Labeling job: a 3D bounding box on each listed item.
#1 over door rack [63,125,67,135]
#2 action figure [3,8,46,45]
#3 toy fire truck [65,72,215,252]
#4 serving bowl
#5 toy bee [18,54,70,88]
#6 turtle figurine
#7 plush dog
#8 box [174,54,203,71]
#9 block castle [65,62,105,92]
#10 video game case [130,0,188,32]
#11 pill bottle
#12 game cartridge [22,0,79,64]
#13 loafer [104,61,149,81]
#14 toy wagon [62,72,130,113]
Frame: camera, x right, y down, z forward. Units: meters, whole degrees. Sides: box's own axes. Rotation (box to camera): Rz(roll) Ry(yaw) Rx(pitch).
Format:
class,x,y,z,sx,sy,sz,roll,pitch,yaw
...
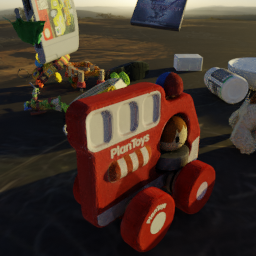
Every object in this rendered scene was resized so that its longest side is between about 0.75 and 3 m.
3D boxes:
class,x,y,z,sx,sy,sz,roll,pitch,yaw
over door rack,-1.131,-0.153,7.596,0.896,0.404,1.213,-18,14,12
action figure,-2.178,-2.145,6.149,0.813,0.376,1.377,5,-7,-13
toy fire truck,0.335,0.348,4.571,2.754,2.313,1.544,-22,33,-38
serving bowl,5.457,-2.073,11.222,2.885,0.949,2.885,0,25,0
toy bee,-3.410,-2.282,11.651,1.540,2.352,1.279,23,38,-41
turtle figurine,-2.697,-0.940,9.002,1.144,0.849,1.179,4,29,0
plush dog,3.468,-0.047,6.877,1.502,1.403,1.749,28,30,3
box,3.011,-3.311,14.135,1.247,0.663,0.949,0,26,-1
block castle,-1.810,-2.128,11.513,1.204,0.845,1.802,-10,29,-28
video game case,0.716,-2.674,5.710,1.018,1.426,0.135,13,-13,15
pill bottle,3.505,-1.619,10.237,0.980,0.980,1.732,-4,27,-8
game cartridge,-2.577,-3.842,9.578,0.578,2.828,1.882,12,36,29
loafer,-0.101,-2.478,12.252,2.355,0.857,0.851,-17,26,-34
toy wagon,-0.886,-0.926,8.183,2.007,0.512,2.587,-34,18,-11
